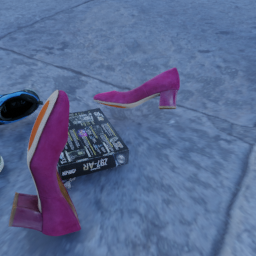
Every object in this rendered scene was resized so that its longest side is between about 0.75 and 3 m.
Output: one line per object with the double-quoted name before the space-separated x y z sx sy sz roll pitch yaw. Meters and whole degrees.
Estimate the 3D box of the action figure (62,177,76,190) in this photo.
"action figure" -1.659 1.113 6.653 0.707 0.377 1.086 -27 51 -37

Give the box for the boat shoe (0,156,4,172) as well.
"boat shoe" -4.264 1.063 6.209 2.739 0.819 0.979 -23 63 -22

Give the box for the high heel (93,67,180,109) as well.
"high heel" 0.235 -1.175 8.069 2.465 1.182 0.830 3 -2 12

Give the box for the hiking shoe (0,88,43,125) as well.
"hiking shoe" -3.697 -0.466 7.622 2.629 0.978 1.140 -24 18 -16

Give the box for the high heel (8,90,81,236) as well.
"high heel" -1.145 0.750 5.051 1.409 2.931 0.988 14 29 -21

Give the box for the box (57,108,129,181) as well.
"box" -1.166 0.295 7.205 1.705 0.463 2.128 -12 37 -22
